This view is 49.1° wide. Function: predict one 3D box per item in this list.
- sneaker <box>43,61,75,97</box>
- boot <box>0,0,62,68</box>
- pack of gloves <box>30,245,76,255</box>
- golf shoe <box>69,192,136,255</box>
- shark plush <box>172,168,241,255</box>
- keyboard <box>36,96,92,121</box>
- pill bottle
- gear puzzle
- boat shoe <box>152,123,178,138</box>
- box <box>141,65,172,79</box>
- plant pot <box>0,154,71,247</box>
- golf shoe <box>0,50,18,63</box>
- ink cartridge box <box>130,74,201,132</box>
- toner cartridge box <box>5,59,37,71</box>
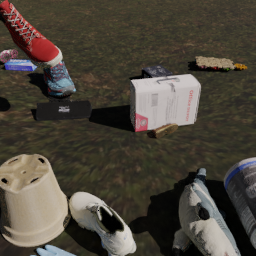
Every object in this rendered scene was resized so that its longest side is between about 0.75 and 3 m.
[{"bbox_3d":[-2.739,-2.025,10.552,0.962,1.159,2.427,-19,40,-24],"label":"sneaker"},{"bbox_3d":[-2.795,-2.607,7.679,2.159,1.557,0.782,34,70,30],"label":"boot"},{"bbox_3d":[-1.204,2.704,4.669,1.713,0.338,1.439,12,36,17],"label":"pack of gloves"},{"bbox_3d":[-0.557,1.703,5.583,0.735,0.913,1.878,-31,44,-33],"label":"golf shoe"},{"bbox_3d":[1.597,1.813,5.902,1.108,1.208,2.660,22,15,-3],"label":"shark plush"},{"bbox_3d":[-2.129,-0.611,9.436,1.832,0.363,0.954,-2,59,-5],"label":"keyboard"},{"bbox_3d":[2.774,1.655,5.403,1.183,1.183,2.079,-3,36,-4],"label":"pill bottle"},{"bbox_3d":[4.103,-2.778,12.416,2.254,0.295,1.167,6,34,3],"label":"gear puzzle"},{"bbox_3d":[1.119,0.021,8.433,0.859,0.309,0.290,-21,42,-22],"label":"boat shoe"},{"bbox_3d":[1.126,-2.055,11.135,0.906,0.532,0.891,-15,38,-20],"label":"box"},{"bbox_3d":[-1.977,1.346,5.672,1.498,1.371,1.498,0,36,0],"label":"plant pot"},{"bbox_3d":[-5.685,-3.308,12.984,0.601,0.474,1.305,2,27,10],"label":"golf shoe"},{"bbox_3d":[1.090,-0.779,8.576,1.965,1.431,0.833,-6,36,-9],"label":"ink cartridge box"},{"bbox_3d":[-4.700,-2.782,12.376,1.259,0.272,0.598,4,36,5],"label":"toner cartridge box"}]
